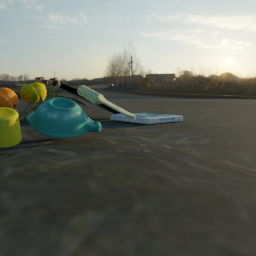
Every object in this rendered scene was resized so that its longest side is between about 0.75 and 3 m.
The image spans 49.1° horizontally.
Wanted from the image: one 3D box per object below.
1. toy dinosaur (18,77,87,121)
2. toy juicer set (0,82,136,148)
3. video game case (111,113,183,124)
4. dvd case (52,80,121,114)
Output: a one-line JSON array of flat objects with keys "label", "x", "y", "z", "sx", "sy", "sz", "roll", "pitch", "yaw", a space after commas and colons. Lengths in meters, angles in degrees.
[{"label": "toy dinosaur", "x": -2.927, "y": -1.109, "z": 10.307, "sx": 0.856, "sy": 1.487, "sz": 2.941, "roll": 17, "pitch": 27, "yaw": 38}, {"label": "toy juicer set", "x": -1.534, "y": -0.331, "z": 6.015, "sx": 2.905, "sy": 0.790, "sz": 1.848, "roll": -6, "pitch": 33, "yaw": -31}, {"label": "video game case", "x": 0.622, "y": -0.351, "z": 9.468, "sx": 1.662, "sy": 0.213, "sz": 1.828, "roll": -5, "pitch": 9, "yaw": -40}, {"label": "dvd case", "x": -1.536, "y": -1.120, "z": 10.746, "sx": 1.903, "sy": 0.234, "sz": 2.667, "roll": 25, "pitch": 0, "yaw": -44}]
